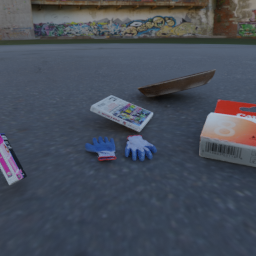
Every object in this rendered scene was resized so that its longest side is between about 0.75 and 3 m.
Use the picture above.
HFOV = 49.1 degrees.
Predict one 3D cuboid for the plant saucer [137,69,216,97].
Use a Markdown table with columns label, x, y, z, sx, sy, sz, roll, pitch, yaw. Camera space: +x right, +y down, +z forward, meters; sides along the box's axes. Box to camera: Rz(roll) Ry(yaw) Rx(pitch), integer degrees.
| label | x | y | z | sx | sy | sz | roll | pitch | yaw |
| --- | --- | --- | --- | --- | --- | --- | --- | --- | --- |
| plant saucer | 1.846 | -1.661 | 10.631 | 2.977 | 0.478 | 2.977 | -15 | 8 | 2 |

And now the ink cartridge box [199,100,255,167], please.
| label | x | y | z | sx | sy | sz | roll | pitch | yaw |
| --- | --- | --- | --- | --- | --- | --- | --- | --- | --- |
| ink cartridge box | 2.868 | -0.121 | 6.309 | 2.016 | 0.623 | 2.485 | 10 | 40 | 22 |

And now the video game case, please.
| label | x | y | z | sx | sy | sz | roll | pitch | yaw |
| --- | --- | --- | --- | --- | --- | --- | --- | --- | --- |
| video game case | -0.115 | -0.451 | 7.898 | 1.441 | 0.182 | 1.582 | 24 | 21 | 9 |

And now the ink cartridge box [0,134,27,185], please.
| label | x | y | z | sx | sy | sz | roll | pitch | yaw |
| --- | --- | --- | --- | --- | --- | --- | --- | --- | --- |
| ink cartridge box | -2.129 | 0.406 | 4.773 | 0.210 | 1.133 | 0.536 | -30 | 1 | -6 |

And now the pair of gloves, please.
| label | x | y | z | sx | sy | sz | roll | pitch | yaw |
| --- | --- | --- | --- | --- | --- | --- | --- | --- | --- |
| pair of gloves | -0.179 | 0.448 | 6.277 | 1.539 | 0.175 | 1.238 | -3 | 19 | -10 |
